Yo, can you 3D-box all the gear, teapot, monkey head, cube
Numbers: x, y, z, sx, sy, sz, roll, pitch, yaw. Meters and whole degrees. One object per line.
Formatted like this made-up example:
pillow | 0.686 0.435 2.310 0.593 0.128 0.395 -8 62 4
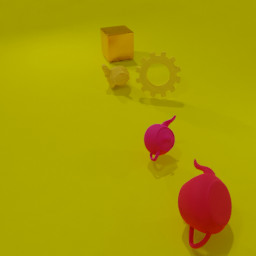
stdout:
gear | 1.009 -1.783 9.356 1.491 1.491 0.276 6 21 8
teapot | 1.450 1.420 5.527 0.892 1.133 1.822 -16 53 46
monkey head | -0.426 -1.988 10.094 0.844 1.007 1.400 -30 28 -1
cube | -0.476 -3.696 12.221 1.166 1.166 1.166 -12 36 -15
teapot | 0.844 0.246 6.999 0.640 0.812 1.306 -10 50 58
